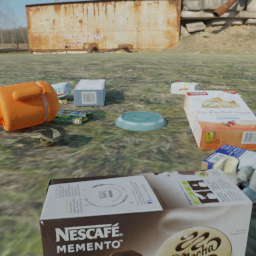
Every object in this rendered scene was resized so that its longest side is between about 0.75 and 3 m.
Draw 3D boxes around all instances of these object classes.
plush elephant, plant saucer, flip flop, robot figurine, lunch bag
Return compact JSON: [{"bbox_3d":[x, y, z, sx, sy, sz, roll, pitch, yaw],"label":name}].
[{"bbox_3d":[2.127,1.053,4.980,1.181,1.111,1.434,34,51,-17],"label":"plush elephant"},{"bbox_3d":[0.473,-0.300,10.093,1.853,0.254,1.853,0,18,0],"label":"plant saucer"},{"bbox_3d":[-2.309,0.286,8.107,0.695,0.494,1.715,-21,12,-38],"label":"flip flop"},{"bbox_3d":[-3.417,-0.759,9.330,2.520,1.813,1.470,-17,41,-30],"label":"robot figurine"},{"bbox_3d":[-3.573,-1.706,13.339,1.556,0.600,1.248,-12,18,2],"label":"lunch bag"}]

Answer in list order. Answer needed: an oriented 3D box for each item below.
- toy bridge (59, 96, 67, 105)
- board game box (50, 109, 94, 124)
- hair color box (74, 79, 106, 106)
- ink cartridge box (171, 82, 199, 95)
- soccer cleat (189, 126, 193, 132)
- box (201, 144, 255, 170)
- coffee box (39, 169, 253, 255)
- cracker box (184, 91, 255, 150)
[{"bbox_3d":[-3.120,-1.339,13.264,0.447,0.181,1.330,-6,20,-10],"label":"toy bridge"},{"bbox_3d":[-2.429,-0.465,10.632,1.987,0.233,1.041,6,21,18],"label":"board game box"},{"bbox_3d":[-1.770,-1.744,13.482,1.316,0.806,2.658,-1,19,-2],"label":"hair color box"},{"bbox_3d":[3.061,-2.128,15.035,1.280,0.534,0.929,9,21,25],"label":"ink cartridge box"},{"bbox_3d":[2.478,-0.052,9.210,0.983,0.318,0.411,-7,26,-17],"label":"soccer cleat"},{"bbox_3d":[2.991,0.962,6.074,2.376,0.385,1.439,13,21,36],"label":"box"},{"bbox_3d":[0.179,1.338,3.546,2.331,1.318,0.930,-2,18,-7],"label":"coffee box"},{"bbox_3d":[2.810,-0.339,8.630,1.723,0.742,2.572,0,31,0],"label":"cracker box"}]
